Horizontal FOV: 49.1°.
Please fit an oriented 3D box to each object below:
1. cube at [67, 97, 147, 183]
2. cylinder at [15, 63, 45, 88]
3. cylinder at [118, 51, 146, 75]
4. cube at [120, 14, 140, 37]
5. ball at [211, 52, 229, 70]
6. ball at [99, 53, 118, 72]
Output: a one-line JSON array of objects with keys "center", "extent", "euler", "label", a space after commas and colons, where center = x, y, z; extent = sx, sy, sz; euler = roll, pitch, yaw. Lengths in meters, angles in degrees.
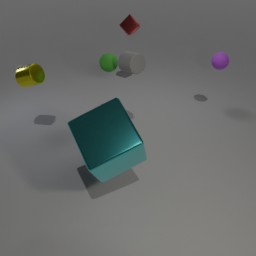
[{"center": [-0.478, 0.353, 7.146], "extent": [1.400, 1.400, 1.400], "euler": [-27, 67, -4], "label": "cube"}, {"center": [-3.321, -1.772, 9.512], "extent": [0.700, 0.700, 0.700], "euler": [-8, 28, 28], "label": "cylinder"}, {"center": [0.129, -2.213, 9.501], "extent": [0.700, 0.700, 0.700], "euler": [-25, 32, -32], "label": "cylinder"}, {"center": [0.093, -4.856, 13.329], "extent": [0.700, 0.700, 0.700], "euler": [-43, 8, 11], "label": "cube"}, {"center": [3.788, -2.748, 11.499], "extent": [0.700, 0.700, 0.700], "euler": [0, 33, 0], "label": "ball"}, {"center": [-0.723, -2.446, 10.474], "extent": [0.700, 0.700, 0.700], "euler": [0, 33, 0], "label": "ball"}]
